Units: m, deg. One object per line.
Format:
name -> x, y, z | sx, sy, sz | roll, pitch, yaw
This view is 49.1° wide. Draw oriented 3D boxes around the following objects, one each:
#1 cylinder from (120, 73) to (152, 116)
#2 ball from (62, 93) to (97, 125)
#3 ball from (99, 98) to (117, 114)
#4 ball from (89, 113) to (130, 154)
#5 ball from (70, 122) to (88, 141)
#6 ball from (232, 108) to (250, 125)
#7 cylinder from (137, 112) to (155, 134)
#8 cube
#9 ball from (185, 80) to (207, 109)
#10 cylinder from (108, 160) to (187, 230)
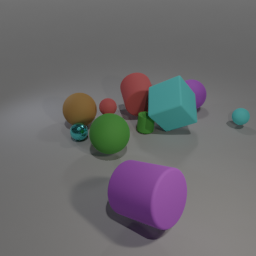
cylinder -> 0.450, -1.487, 12.329 | 1.400, 1.400, 1.400 | -5, 43, -9
ball -> -1.987, -0.754, 11.556 | 1.400, 1.400, 1.400 | 0, 29, 0
ball -> -0.788, -0.825, 11.023 | 0.700, 0.700, 0.700 | 0, 29, 0
ball -> -0.631, 0.196, 9.644 | 1.400, 1.400, 1.400 | 0, 29, 0
ball -> -1.897, 0.136, 10.863 | 0.700, 0.700, 0.700 | 0, 29, 0
ball -> 4.669, -0.476, 11.605 | 0.700, 0.700, 0.700 | 0, 29, 0
cylinder -> 0.735, -0.225, 11.449 | 0.700, 0.700, 0.700 | 4, 26, -2
cube -> 1.740, -0.917, 10.947 | 1.400, 1.400, 1.400 | -18, 53, 32
ball -> 2.907, -1.533, 12.959 | 1.400, 1.400, 1.400 | 0, 29, 0
cylinder -> 0.470, 1.553, 6.754 | 1.400, 1.400, 1.400 | 5, 25, 43
